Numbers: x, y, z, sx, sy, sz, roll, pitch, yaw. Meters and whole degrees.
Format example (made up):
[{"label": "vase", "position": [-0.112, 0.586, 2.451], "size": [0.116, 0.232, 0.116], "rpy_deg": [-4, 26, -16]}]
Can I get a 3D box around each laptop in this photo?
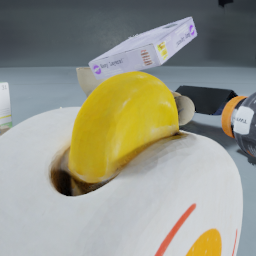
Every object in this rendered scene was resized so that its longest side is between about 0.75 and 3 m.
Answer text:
[{"label": "laptop", "position": [3.344, -1.025, 12.236], "size": [2.463, 1.435, 2.779], "rpy_deg": [15, -5, 41]}]

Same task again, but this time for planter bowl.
[{"label": "planter bowl", "position": [-1.394, -2.221, 13.990], "size": [2.280, 1.535, 2.280], "rpy_deg": [0, 16, 0]}]

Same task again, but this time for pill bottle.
[{"label": "pill bottle", "position": [3.238, 0.054, 5.567], "size": [1.546, 1.546, 2.911], "rpy_deg": [-7, 16, -24]}]

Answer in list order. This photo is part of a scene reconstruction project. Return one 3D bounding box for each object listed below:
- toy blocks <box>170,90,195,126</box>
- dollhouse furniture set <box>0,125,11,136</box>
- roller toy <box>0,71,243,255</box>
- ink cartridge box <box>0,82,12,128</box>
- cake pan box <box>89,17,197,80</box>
[{"label": "toy blocks", "position": [0.802, -0.861, 9.998], "size": [2.279, 0.993, 2.735], "rpy_deg": [-2, 15, -9]}, {"label": "dollhouse furniture set", "position": [-2.885, 0.165, 6.636], "size": [0.527, 0.762, 0.807], "rpy_deg": [-14, 32, -42]}, {"label": "roller toy", "position": [-0.078, 0.829, 1.924], "size": [1.416, 2.027, 1.849], "rpy_deg": [16, -15, 39]}, {"label": "ink cartridge box", "position": [-4.243, -1.125, 7.552], "size": [0.661, 2.755, 2.005], "rpy_deg": [9, 17, 25]}, {"label": "cake pan box", "position": [0.431, -2.492, 8.852], "size": [2.721, 0.712, 2.506], "rpy_deg": [-4, 28, 41]}]
